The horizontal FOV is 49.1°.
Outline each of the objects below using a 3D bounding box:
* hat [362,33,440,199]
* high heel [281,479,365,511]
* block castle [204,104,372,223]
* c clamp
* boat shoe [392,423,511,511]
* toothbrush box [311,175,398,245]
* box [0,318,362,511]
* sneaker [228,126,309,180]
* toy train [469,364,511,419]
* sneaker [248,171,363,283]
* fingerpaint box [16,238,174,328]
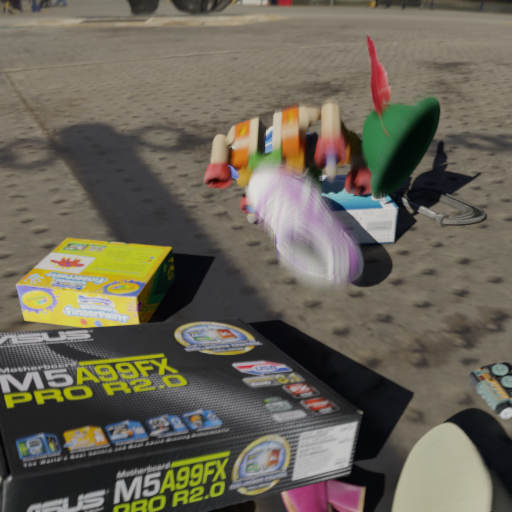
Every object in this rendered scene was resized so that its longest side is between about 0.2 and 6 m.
[{"bbox_3d":[1.967,-2.356,9.948,1.952,1.837,2.218,36,58,25],"label":"hat"},{"bbox_3d":[0.390,2.569,4.805,0.884,0.621,1.843,8,30,15],"label":"high heel"},{"bbox_3d":[0.583,-1.525,10.109,2.710,1.811,1.271,-8,68,29],"label":"block castle"},{"bbox_3d":[3.523,-1.024,11.631,1.839,0.291,2.152,-14,30,-33],"label":"c clamp"},{"bbox_3d":[1.842,2.608,4.459,0.977,1.141,3.119,34,19,-8],"label":"boat shoe"},{"bbox_3d":[1.806,-0.934,10.882,1.323,0.771,1.807,-4,29,-6],"label":"toothbrush box"},{"bbox_3d":[-0.987,1.448,5.540,3.173,0.702,2.542,1,16,-30],"label":"box"},{"bbox_3d":[0.422,-2.324,13.336,2.628,1.032,1.172,-33,49,-32],"label":"sneaker"},{"bbox_3d":[2.945,1.645,6.793,0.451,0.337,0.791,-16,33,-4],"label":"toy train"},{"bbox_3d":[0.511,-0.560,8.275,2.372,0.860,1.353,44,20,27],"label":"sneaker"},{"bbox_3d":[-2.371,0.420,8.568,1.845,0.677,1.539,5,29,10],"label":"fingerpaint box"}]
